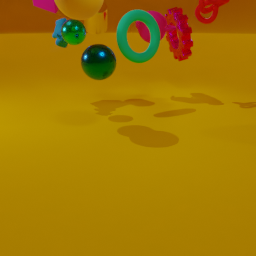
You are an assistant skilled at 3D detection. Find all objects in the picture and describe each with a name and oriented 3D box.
[{"bbox_3d":[0.987,-4.090,11.240,1.985,1.234,0.972,20,40,29],"label":"teapot"},{"bbox_3d":[0.382,-3.105,9.559,1.748,1.748,0.350,-13,17,-30],"label":"ring"},{"bbox_3d":[2.039,-3.814,11.459,0.382,2.063,2.063,-17,23,-6],"label":"gear"},{"bbox_3d":[-1.222,-3.364,6.955,1.271,1.271,1.271,0,21,0],"label":"ball"},{"bbox_3d":[-1.235,-4.213,10.700,0.902,0.902,0.902,3,52,-3],"label":"cylinder"},{"bbox_3d":[-2.251,-3.309,9.688,0.585,1.066,1.049,12,0,-32],"label":"cow figurine"},{"bbox_3d":[-0.837,-1.879,8.012,1.019,1.019,1.019,0,21,0],"label":"ball"},{"bbox_3d":[-1.721,-3.037,8.887,0.795,0.795,0.795,0,21,0],"label":"ball"},{"bbox_3d":[-2.906,-4.955,10.227,0.896,0.896,0.896,19,65,-2],"label":"cube"},{"bbox_3d":[2.948,-4.494,10.163,1.202,1.285,0.594,23,42,-46],"label":"knot shape"}]
